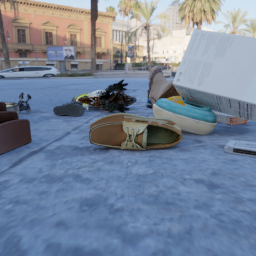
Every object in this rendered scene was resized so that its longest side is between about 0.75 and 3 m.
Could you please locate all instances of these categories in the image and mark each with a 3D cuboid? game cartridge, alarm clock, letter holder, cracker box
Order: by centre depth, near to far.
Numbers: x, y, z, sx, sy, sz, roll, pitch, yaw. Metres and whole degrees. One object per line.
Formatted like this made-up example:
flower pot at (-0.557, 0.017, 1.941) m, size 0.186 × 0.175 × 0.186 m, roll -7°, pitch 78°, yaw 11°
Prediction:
game cartridge at (3.073, 0.523, 7.007) m, size 1.127 × 0.234 × 0.750 m, roll 8°, pitch 10°, yaw 32°
letter holder at (-3.380, -0.036, 7.171) m, size 0.858 × 1.213 × 1.707 m, roll 4°, pitch 13°, yaw 17°
alarm clock at (-4.732, -0.482, 10.163) m, size 1.624 × 0.802 × 2.408 m, roll -9°, pitch 13°, yaw -38°
cracker box at (3.916, -0.401, 10.836) m, size 0.791 × 0.341 × 1.181 m, roll -5°, pitch 13°, yaw -23°

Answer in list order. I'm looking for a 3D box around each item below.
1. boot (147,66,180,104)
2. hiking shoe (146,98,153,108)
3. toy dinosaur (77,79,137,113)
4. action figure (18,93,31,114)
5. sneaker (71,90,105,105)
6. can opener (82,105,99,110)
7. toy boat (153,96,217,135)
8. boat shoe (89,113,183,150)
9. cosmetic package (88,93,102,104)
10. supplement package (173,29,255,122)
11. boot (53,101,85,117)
boot at (1.423, -1.860, 11.952) m, size 0.917 × 1.909 × 2.611 m, roll -3°, pitch -28°, yaw -18°
hiking shoe at (1.426, -1.735, 14.908) m, size 1.011 × 1.179 × 2.719 m, roll -1°, pitch 12°, yaw -3°
toy dinosaur at (-0.849, -1.234, 13.285) m, size 2.933 × 1.498 × 1.991 m, roll -27°, pitch 10°, yaw -28°
action figure at (-4.843, -0.995, 12.800) m, size 0.848 × 0.728 × 1.426 m, roll 7°, pitch 38°, yaw -6°
sneaker at (-2.046, -1.603, 15.066) m, size 0.980 × 0.863 × 2.317 m, roll 10°, pitch 16°, yaw 39°
can opener at (-1.883, -1.029, 13.896) m, size 0.936 × 0.246 × 0.311 m, roll 1°, pitch 12°, yaw 3°
toy boat at (1.956, -0.690, 9.551) m, size 2.124 × 1.174 × 2.527 m, roll 16°, pitch 16°, yaw 7°
boat shoe at (0.246, 0.122, 7.204) m, size 2.467 × 0.933 × 0.911 m, roll -3°, pitch 16°, yaw -11°
cosmetic package at (-1.348, -1.445, 14.546) m, size 1.351 × 0.589 × 0.698 m, roll 1°, pitch 8°, yaw -45°
supplement package at (3.099, -1.603, 8.785) m, size 2.542 × 1.929 × 1.915 m, roll 20°, pitch -6°, yaw 27°
boot at (-2.431, -0.899, 12.797) m, size 1.405 × 0.560 × 1.705 m, roll 4°, pitch 9°, yaw 9°
